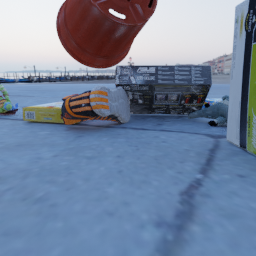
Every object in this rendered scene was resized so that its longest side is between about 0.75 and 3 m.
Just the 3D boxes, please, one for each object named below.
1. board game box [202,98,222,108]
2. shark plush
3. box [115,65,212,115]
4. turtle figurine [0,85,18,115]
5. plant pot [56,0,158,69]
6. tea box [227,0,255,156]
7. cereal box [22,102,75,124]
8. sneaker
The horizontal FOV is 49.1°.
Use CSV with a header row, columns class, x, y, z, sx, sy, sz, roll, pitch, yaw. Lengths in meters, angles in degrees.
class,x,y,z,sx,sy,sz,roll,pitch,yaw
board game box,3.931,-1.014,11.867,1.318,0.368,1.291,-3,11,-16
shark plush,2.640,-0.457,7.756,1.109,1.210,2.664,-40,35,-24
box,1.067,-1.145,9.025,2.799,0.697,2.208,1,-21,5
turtle figurine,-4.691,-0.960,9.680,1.541,1.109,1.494,-4,7,-36
plant pot,-0.505,-2.972,7.154,2.327,2.327,2.263,-4,-4,-23
tea box,3.042,-0.857,4.481,1.853,2.774,2.729,0,11,-2
cereal box,-2.020,-0.564,9.176,1.710,0.470,2.377,2,11,13
sneaker,-0.926,-0.609,7.807,1.473,1.020,2.629,-8,-7,20
